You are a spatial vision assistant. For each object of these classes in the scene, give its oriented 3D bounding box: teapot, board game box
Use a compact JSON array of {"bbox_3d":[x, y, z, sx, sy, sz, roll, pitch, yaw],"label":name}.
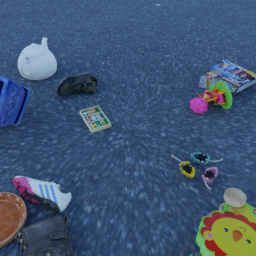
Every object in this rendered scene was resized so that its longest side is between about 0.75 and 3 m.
[{"bbox_3d":[-4.448,-3.327,13.506,1.964,1.454,1.990,-22,47,-23],"label":"teapot"},{"bbox_3d":[4.449,-2.234,12.875,2.141,0.661,2.142,-26,48,-25],"label":"board game box"}]

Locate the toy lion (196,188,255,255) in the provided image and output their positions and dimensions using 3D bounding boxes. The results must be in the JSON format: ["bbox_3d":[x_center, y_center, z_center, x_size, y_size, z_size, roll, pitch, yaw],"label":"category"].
[{"bbox_3d":[3.009,2.728,6.878,2.443,0.839,2.341,19,37,19],"label":"toy lion"}]

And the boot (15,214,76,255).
[{"bbox_3d":[-2.217,3.292,6.558,2.502,0.866,2.178,-18,41,-29],"label":"boot"}]

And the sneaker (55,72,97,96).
[{"bbox_3d":[-2.164,-1.859,12.371,1.980,0.757,1.134,-26,41,-34],"label":"sneaker"}]

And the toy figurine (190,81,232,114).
[{"bbox_3d":[3.190,-1.165,11.535,1.462,1.193,1.589,-20,22,-8],"label":"toy figurine"}]

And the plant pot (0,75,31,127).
[{"bbox_3d":[-4.750,-1.049,10.345,1.761,1.761,1.583,21,2,20],"label":"plant pot"}]

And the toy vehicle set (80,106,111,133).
[{"bbox_3d":[-1.306,-0.372,11.119,0.825,0.176,1.328,-19,45,-20],"label":"toy vehicle set"}]

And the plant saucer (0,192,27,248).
[{"bbox_3d":[-3.680,2.551,7.709,1.744,0.281,1.744,0,40,0],"label":"plant saucer"}]

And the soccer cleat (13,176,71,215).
[{"bbox_3d":[-2.521,1.861,8.301,1.864,0.651,0.805,25,39,19],"label":"soccer cleat"}]

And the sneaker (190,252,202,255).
[{"bbox_3d":[1.981,3.565,6.246,0.883,0.751,1.935,-25,48,-31],"label":"sneaker"}]

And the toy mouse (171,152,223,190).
[{"bbox_3d":[2.442,1.300,9.098,1.468,0.320,1.652,-17,44,-18],"label":"toy mouse"}]
